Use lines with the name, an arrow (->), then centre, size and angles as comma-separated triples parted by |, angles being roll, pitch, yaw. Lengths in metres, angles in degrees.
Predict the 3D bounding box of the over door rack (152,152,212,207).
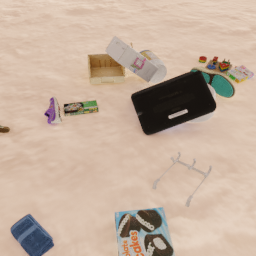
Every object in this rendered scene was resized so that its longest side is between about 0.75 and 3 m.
over door rack -> 1.801, 1.519, 9.011 | 1.293, 0.583, 1.750 | 24, 46, 27

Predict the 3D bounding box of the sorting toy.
sorting toy -> 4.921, -3.326, 14.876 | 2.579, 0.436, 1.243 | 20, 44, 21

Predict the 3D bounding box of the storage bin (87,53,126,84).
storage bin -> -1.107, -3.009, 14.184 | 1.806, 0.847, 1.793 | -4, 40, -6

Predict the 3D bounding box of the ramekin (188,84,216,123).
ramekin -> 2.738, -1.213, 11.940 | 2.020, 0.985, 2.020 | 0, 40, 0

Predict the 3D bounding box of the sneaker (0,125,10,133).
sneaker -> -5.107, -0.036, 11.046 | 0.941, 0.316, 0.422 | -4, 45, 0

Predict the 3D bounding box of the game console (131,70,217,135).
game console -> 1.778, -1.147, 11.774 | 2.999, 1.745, 2.637 | -21, 71, 5

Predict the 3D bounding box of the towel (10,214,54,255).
towel -> -2.607, 2.908, 7.563 | 1.245, 0.302, 0.695 | 31, 50, 31

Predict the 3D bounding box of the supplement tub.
supplement tub -> 1.113, -3.078, 14.007 | 1.193, 1.193, 1.649 | -15, 43, -17

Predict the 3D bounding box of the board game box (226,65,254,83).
board game box -> 5.691, -2.740, 14.205 | 1.101, 0.222, 0.842 | -23, 54, -21

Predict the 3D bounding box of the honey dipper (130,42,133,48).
honey dipper -> 0.239, -4.385, 15.375 | 0.210, 0.210, 1.106 | -4, 49, -5

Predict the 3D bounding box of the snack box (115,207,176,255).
snack box -> 0.455, 3.209, 7.087 | 1.414, 0.451, 2.433 | -5, 40, -5

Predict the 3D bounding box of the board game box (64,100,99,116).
board game box -> -2.046, -0.874, 12.181 | 1.451, 0.170, 0.760 | -8, 38, -9

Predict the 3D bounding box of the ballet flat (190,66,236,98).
ballet flat -> 4.143, -2.261, 13.331 | 0.949, 0.949, 2.733 | -25, 46, -27

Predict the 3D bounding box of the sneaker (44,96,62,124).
sneaker -> -3.197, -0.763, 11.717 | 0.653, 0.632, 1.566 | -13, 42, -7

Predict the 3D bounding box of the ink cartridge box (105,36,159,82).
ink cartridge box -> 0.156, -3.058, 12.484 | 2.024, 0.857, 1.463 | 27, 15, -40
